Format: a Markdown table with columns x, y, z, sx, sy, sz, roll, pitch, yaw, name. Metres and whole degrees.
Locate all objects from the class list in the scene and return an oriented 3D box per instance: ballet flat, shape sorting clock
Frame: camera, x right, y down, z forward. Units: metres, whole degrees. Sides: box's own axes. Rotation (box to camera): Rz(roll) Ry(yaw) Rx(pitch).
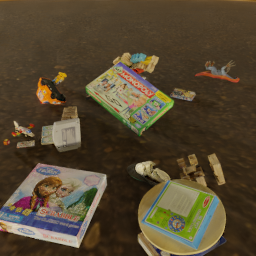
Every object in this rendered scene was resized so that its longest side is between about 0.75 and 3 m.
| x | y | z | sx | sy | sz | roll | pitch | yaw | name |
| --- | --- | --- | --- | --- | --- | --- | --- | --- | --- |
| 0.710 | 1.327 | 8.057 | 1.822 | 0.623 | 0.620 | 25 | 40 | 35 | ballet flat |
| 1.240 | 2.012 | 6.585 | 2.008 | 0.394 | 2.008 | -9 | 35 | 6 | shape sorting clock |

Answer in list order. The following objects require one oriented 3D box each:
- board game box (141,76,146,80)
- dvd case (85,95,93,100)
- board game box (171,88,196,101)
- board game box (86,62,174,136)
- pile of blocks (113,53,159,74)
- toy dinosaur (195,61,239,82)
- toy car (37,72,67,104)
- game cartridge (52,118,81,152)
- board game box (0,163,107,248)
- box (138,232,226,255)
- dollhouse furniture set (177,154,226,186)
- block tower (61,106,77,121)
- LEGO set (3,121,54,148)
| x | y | z | sx | sy | sz | roll | pitch | yaw | name |
| --- | --- | --- | --- | --- | --- | --- | --- | --- | --- |
| 0.418 | -2.462 | 14.614 | 0.657 | 0.180 | 1.041 | 16 | 35 | 22 | board game box |
| -0.915 | -1.725 | 12.753 | 1.866 | 0.164 | 1.331 | -8 | 23 | 36 | dvd case |
| 2.596 | -1.577 | 13.189 | 1.008 | 0.174 | 0.683 | 15 | 35 | 23 | board game box |
| 0.035 | -1.228 | 10.926 | 2.905 | 0.423 | 1.955 | 40 | 66 | 21 | board game box |
| 0.210 | -2.674 | 11.974 | 2.236 | 0.918 | 0.695 | 0 | 63 | 38 | pile of blocks |
| 4.962 | -2.843 | 15.001 | 1.035 | 1.972 | 1.789 | 0 | 50 | -54 | toy dinosaur |
| -3.378 | -1.698 | 13.182 | 0.978 | 1.442 | 2.940 | -41 | 7 | 15 | toy car |
| -2.004 | 0.244 | 9.152 | 0.876 | 1.316 | 0.269 | -15 | 49 | -21 | game cartridge |
| -1.891 | 1.879 | 7.329 | 2.146 | 0.441 | 2.140 | 7 | 32 | 11 | board game box |
| 1.267 | 2.526 | 6.444 | 1.804 | 0.292 | 1.093 | -16 | 35 | -27 | box |
| 2.129 | 1.357 | 8.191 | 1.161 | 0.771 | 1.018 | -20 | 31 | 9 | dollhouse furniture set |
| -2.243 | -0.176 | 10.611 | 0.501 | 0.536 | 1.854 | -2 | 30 | -4 | block tower |
| -3.485 | 0.176 | 10.128 | 1.866 | 0.458 | 1.394 | -7 | 29 | -11 | LEGO set |
